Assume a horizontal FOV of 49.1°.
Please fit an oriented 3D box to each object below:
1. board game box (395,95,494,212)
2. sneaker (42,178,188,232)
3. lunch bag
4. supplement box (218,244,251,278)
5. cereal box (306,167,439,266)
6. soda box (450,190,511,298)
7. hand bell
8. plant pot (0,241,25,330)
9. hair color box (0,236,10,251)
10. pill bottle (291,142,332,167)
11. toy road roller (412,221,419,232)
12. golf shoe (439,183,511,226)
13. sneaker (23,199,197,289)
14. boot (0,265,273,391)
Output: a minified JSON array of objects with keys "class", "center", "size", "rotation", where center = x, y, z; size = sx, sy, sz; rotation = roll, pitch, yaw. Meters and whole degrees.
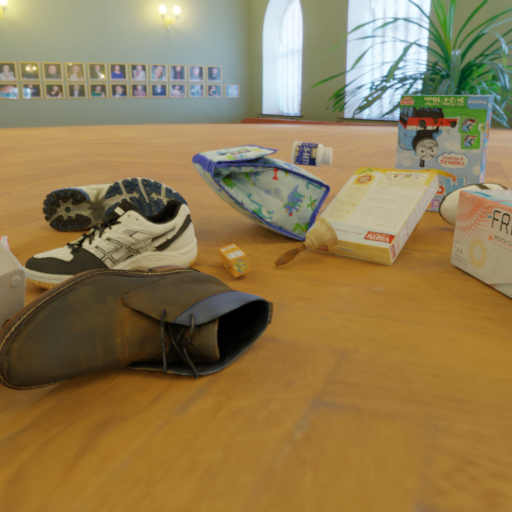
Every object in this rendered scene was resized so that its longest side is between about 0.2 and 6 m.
[{"class":"board game box","center":[4.973,-2.748,15.149],"size":[2.341,3.095,0.566],"rotation":[11,20,33]},{"class":"sneaker","center":[-3.302,-1.318,13.677],"size":[3.431,1.322,1.461],"rotation":[2,13,6]},{"class":"lunch bag","center":[-0.048,-1.656,12.835],"size":[2.703,1.722,2.298],"rotation":[18,8,-21]},{"class":"supplement box","center":[-0.409,0.075,10.395],"size":[0.361,0.349,1.049],"rotation":[-19,18,-9]},{"class":"cereal box","center":[2.502,-0.948,11.914],"size":[1.891,0.520,2.629],"rotation":[13,48,36]},{"class":"soda box","center":[4.804,0.048,8.729],"size":[1.396,1.502,4.392],"rotation":[-2,17,-10]},{"class":"hand bell","center":[0.877,-0.170,10.724],"size":[1.247,0.650,0.650],"rotation":[-32,27,-14]},{"class":"plant pot","center":[-3.836,0.635,6.372],"size":[1.821,2.055,2.057],"rotation":[20,23,21]},{"class":"hair color box","center":[-5.515,0.036,10.491],"size":[1.642,0.525,0.911],"rotation":[-8,19,-21]},{"class":"pill bottle","center":[1.388,-2.511,13.893],"size":[0.953,0.571,0.571],"rotation":[7,18,11]},{"class":"toy road roller","center":[3.213,-0.865,13.021],"size":[1.021,1.213,1.661],"rotation":[16,60,38]},{"class":"golf shoe","center":[5.509,-0.898,12.380],"size":[3.141,1.221,1.484],"rotation":[10,20,33]},{"class":"sneaker","center":[-2.617,-0.304,10.137],"size":[3.188,1.397,1.206],"rotation":[-13,23,-32]},{"class":"boot","center":[-1.257,0.825,6.699],"size":[1.639,1.264,3.382],"rotation":[9,17,33]}]
